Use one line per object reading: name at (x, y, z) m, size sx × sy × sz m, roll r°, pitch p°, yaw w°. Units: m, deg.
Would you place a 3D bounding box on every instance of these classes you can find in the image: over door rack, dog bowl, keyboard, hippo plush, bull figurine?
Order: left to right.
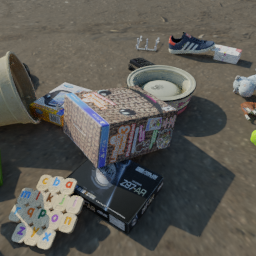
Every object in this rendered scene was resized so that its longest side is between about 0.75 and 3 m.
keyboard at (0.844, -2.913, 13.554) m, size 1.367 × 0.222 × 2.152 m, roll -28°, pitch 46°, yaw -30°
over door rack at (1.111, -4.813, 15.632) m, size 1.133 × 0.511 × 1.534 m, roll 9°, pitch 40°, yaw 9°
dog bowl at (1.291, -1.456, 11.164) m, size 2.700 × 0.996 × 2.700 m, roll 0°, pitch 40°, yaw 0°
hippo plush at (5.088, -1.948, 11.491) m, size 1.349 × 1.337 × 1.678 m, roll -5°, pitch 40°, yaw -8°
bull figurine at (5.061, -0.654, 10.574) m, size 1.521 × 0.495 × 0.923 m, roll 3°, pitch 39°, yaw 3°

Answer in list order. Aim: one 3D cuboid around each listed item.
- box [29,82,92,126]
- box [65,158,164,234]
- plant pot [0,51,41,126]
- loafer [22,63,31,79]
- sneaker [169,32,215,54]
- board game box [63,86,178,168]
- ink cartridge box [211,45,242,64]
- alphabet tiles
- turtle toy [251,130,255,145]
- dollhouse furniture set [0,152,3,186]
box at (-2.429, -1.063, 10.960) m, size 1.477 × 0.515 × 2.481 m, roll 18°, pitch 40°, yaw 19°
box at (-0.413, 1.603, 7.830) m, size 2.264 × 0.493 × 1.814 m, roll 24°, pitch 45°, yaw 26°
plant pot at (-4.704, -1.022, 9.730) m, size 2.406 × 2.629 × 2.629 m, roll -19°, pitch 42°, yaw -4°
loafer at (-4.679, -2.367, 12.587) m, size 0.562 × 0.581 × 1.654 m, roll -10°, pitch 41°, yaw -12°
sneaker at (3.260, -4.473, 14.505) m, size 2.388 × 1.009 × 0.895 m, roll 0°, pitch 37°, yaw 18°
board game box at (-0.278, -0.212, 8.804) m, size 2.786 × 1.349 × 2.221 m, roll -13°, pitch 35°, yaw -34°
ink cartridge box at (4.981, -3.809, 14.411) m, size 1.450 × 0.489 × 0.844 m, roll 22°, pitch 44°, yaw 24°
alphabet tiles at (-2.089, 2.081, 7.159) m, size 1.869 × 0.136 × 1.828 m, roll 4°, pitch 54°, yaw 19°
turtle toy at (4.951, 0.236, 9.170) m, size 1.731 × 0.875 × 1.262 m, roll -3°, pitch 63°, yaw 1°
dollhouse furniture set at (-4.978, 0.982, 7.440) m, size 2.682 × 1.757 × 1.346 m, roll -15°, pitch 56°, yaw -15°
